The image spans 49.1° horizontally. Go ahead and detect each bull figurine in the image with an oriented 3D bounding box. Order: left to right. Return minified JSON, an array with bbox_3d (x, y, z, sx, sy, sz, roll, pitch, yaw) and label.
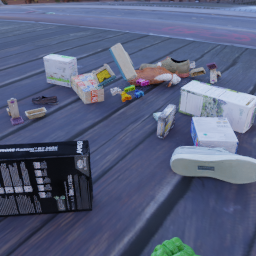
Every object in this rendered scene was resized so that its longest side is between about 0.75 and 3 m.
[{"bbox_3d":[1.324,-2.817,14.890,2.864,0.933,1.739,-4,30,-8],"label":"bull figurine"}]

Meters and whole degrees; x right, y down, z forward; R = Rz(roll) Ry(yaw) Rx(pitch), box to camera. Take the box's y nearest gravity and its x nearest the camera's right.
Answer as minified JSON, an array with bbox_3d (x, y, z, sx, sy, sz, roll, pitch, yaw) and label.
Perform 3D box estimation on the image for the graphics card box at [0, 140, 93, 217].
[{"bbox_3d":[-2.408,1.310,7.097,2.973,1.865,0.756,-3,29,-4],"label":"graphics card box"}]

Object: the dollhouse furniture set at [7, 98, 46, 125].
[{"bbox_3d":[-4.282,-0.973,11.702,1.455,1.033,1.153,-16,34,-25],"label":"dollhouse furniture set"}]

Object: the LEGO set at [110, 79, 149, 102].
[{"bbox_3d":[0.017,-1.776,13.413,1.907,0.727,0.783,-19,32,-18],"label":"LEGO set"}]

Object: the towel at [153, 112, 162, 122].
[{"bbox_3d":[1.491,-0.424,11.623,0.693,0.195,0.810,-6,31,-16],"label":"towel"}]

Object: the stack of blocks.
[{"bbox_3d":[-1.874,-1.998,13.782,1.266,0.644,2.199,-14,34,-21],"label":"stack of blocks"}]

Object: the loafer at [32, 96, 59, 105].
[{"bbox_3d":[-3.836,-1.348,12.942,1.272,0.401,0.457,4,31,6],"label":"loafer"}]

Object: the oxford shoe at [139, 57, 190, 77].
[{"bbox_3d":[2.089,-3.592,16.005,2.899,1.084,1.021,4,32,7],"label":"oxford shoe"}]

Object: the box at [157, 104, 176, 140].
[{"bbox_3d":[1.466,-0.251,10.608,0.283,0.929,1.173,16,34,23],"label":"box"}]

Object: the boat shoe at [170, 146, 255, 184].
[{"bbox_3d":[2.691,0.966,8.550,2.730,0.952,0.972,5,35,14],"label":"boat shoe"}]

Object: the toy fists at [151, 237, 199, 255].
[{"bbox_3d":[0.719,2.968,5.524,0.969,0.654,1.901,18,37,28],"label":"toy fists"}]

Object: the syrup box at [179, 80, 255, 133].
[{"bbox_3d":[3.659,-0.945,11.529,2.925,1.152,1.191,22,37,32],"label":"syrup box"}]

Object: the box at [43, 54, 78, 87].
[{"bbox_3d":[-3.532,-3.040,14.777,1.604,1.415,0.776,14,34,23],"label":"box"}]

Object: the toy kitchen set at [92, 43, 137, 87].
[{"bbox_3d":[-0.663,-2.271,11.781,1.881,1.383,2.348,-28,1,9],"label":"toy kitchen set"}]

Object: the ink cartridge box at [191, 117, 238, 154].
[{"bbox_3d":[2.996,0.213,10.007,1.314,0.735,1.927,2,33,3],"label":"ink cartridge box"}]

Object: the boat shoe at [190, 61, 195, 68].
[{"bbox_3d":[3.579,-3.840,17.088,1.191,0.408,0.429,-9,32,-14],"label":"boat shoe"}]

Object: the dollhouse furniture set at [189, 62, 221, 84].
[{"bbox_3d":[4.259,-2.713,15.520,1.507,1.194,1.070,-8,66,31],"label":"dollhouse furniture set"}]
